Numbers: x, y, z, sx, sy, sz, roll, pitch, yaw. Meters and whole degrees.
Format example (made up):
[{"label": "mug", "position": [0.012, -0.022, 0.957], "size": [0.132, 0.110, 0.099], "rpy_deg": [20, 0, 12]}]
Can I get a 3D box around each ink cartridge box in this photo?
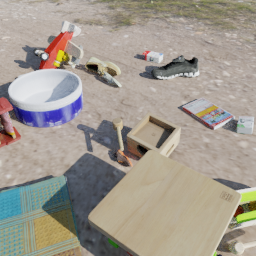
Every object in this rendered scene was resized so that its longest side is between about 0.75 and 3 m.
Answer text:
[{"label": "ink cartridge box", "position": [4.603, -0.125, 10.989], "size": [0.572, 0.330, 0.784], "rpy_deg": [5, 37, 24]}, {"label": "ink cartridge box", "position": [1.391, -4.068, 15.999], "size": [1.079, 0.363, 0.627], "rpy_deg": [18, 42, 22]}]

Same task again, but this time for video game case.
[{"label": "video game case", "position": [3.381, -0.649, 11.853], "size": [1.295, 0.158, 1.811], "rpy_deg": [-23, 44, -27]}]

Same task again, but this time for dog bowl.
[{"label": "dog bowl", "position": [-3.410, -1.336, 11.909], "size": [2.951, 1.162, 2.951], "rpy_deg": [0, 38, 0]}]

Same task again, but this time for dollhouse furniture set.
[{"label": "dollhouse furniture set", "position": [-5.284, -0.611, 10.701], "size": [1.164, 1.540, 2.862], "rpy_deg": [-26, 46, -29]}]

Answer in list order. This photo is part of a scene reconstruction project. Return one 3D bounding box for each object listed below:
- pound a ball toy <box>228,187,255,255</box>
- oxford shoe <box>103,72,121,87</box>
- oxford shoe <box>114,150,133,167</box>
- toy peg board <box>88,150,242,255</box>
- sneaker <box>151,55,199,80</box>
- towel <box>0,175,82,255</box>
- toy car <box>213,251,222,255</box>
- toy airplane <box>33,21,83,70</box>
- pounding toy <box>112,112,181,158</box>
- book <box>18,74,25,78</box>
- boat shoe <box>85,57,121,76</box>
[{"label": "pound a ball toy", "position": [3.500, 2.415, 7.566], "size": [2.292, 0.974, 1.495], "rpy_deg": [-8, 65, -11]}, {"label": "oxford shoe", "position": [-0.795, -2.313, 13.823], "size": [1.281, 0.482, 0.370], "rpy_deg": [40, 94, 30]}, {"label": "oxford shoe", "position": [-0.162, 1.104, 9.599], "size": [0.319, 0.312, 0.875], "rpy_deg": [-39, 46, -11]}, {"label": "toy peg board", "position": [0.940, 2.326, 7.088], "size": [2.720, 1.336, 2.731], "rpy_deg": [25, 48, 27]}, {"label": "sneaker", "position": [2.422, -3.137, 14.186], "size": [2.560, 1.158, 0.851], "rpy_deg": [-5, 38, -6]}, {"label": "towel", "position": [-2.500, 2.678, 7.568], "size": [2.162, 0.320, 2.949], "rpy_deg": [-12, 42, -14]}, {"label": "toy car", "position": [1.753, 3.040, 6.891], "size": [2.495, 0.556, 2.348], "rpy_deg": [-15, 41, -17]}, {"label": "toy airplane", "position": [-3.400, -4.255, 14.960], "size": [2.766, 1.960, 2.778], "rpy_deg": [-16, 54, 23]}, {"label": "pounding toy", "position": [0.396, 0.426, 9.790], "size": [2.167, 0.991, 1.904], "rpy_deg": [28, 57, 25]}, {"label": "book", "position": [-4.860, -2.225, 13.763], "size": [0.954, 0.343, 1.427], "rpy_deg": [-15, 42, -13]}, {"label": "boat shoe", "position": [-1.330, -3.054, 14.525], "size": [2.056, 0.761, 0.683], "rpy_deg": [22, 57, 28]}]
